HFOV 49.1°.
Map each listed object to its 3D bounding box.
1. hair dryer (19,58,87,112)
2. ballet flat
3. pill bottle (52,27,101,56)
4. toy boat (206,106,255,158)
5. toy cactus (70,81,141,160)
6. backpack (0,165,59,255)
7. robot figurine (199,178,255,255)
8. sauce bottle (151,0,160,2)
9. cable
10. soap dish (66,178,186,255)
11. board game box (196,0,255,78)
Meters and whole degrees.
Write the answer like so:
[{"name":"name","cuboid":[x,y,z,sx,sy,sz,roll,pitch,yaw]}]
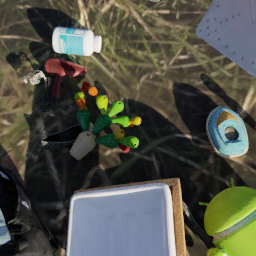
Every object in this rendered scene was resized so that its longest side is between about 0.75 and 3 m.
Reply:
[{"name":"hair dryer","cuboid":[-2.211,-1.470,8.829,1.994,0.542,1.519,-31,87,-8]},{"name":"ballet flat","cuboid":[-1.702,0.225,8.000,1.564,0.444,0.520,-25,68,-13]},{"name":"pill bottle","cuboid":[-1.640,-2.804,9.118,1.476,0.818,0.818,7,67,3]},{"name":"toy boat","cuboid":[3.161,-0.024,7.890,1.853,0.861,1.558,-11,66,-4]},{"name":"toy cactus","cuboid":[-0.861,-0.002,7.891,2.425,1.240,2.001,41,92,9]},{"name":"backpack","cuboid":[-2.935,2.092,6.372,1.657,2.184,2.618,-31,61,-15]},{"name":"robot figurine","cuboid":[2.900,2.564,6.359,2.447,1.613,2.789,-30,70,-16]},{"name":"sauce bottle","cuboid":[0.872,-4.107,7.449,0.440,0.440,1.359,20,98,8]},{"name":"cable","cuboid":[1.605,2.257,6.949,1.696,0.824,0.427,41,62,12]},{"name":"soap dish","cuboid":[-0.014,2.378,6.155,2.775,1.127,2.183,-13,65,27]},{"name":"board game box","cuboid":[3.028,-2.595,5.891,0.345,2.666,2.666,3,38,-40]}]
